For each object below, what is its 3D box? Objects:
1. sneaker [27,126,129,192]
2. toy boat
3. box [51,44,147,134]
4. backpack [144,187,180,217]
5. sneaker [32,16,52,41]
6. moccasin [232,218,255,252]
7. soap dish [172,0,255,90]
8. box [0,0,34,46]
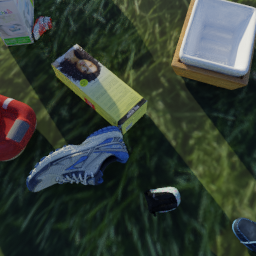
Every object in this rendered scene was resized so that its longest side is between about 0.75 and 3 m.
[{"bbox_3d":[-1.184,0.984,7.049,2.714,1.046,1.156,-29,73,-11],"label":"sneaker"},{"bbox_3d":[-3.817,-0.315,7.212,2.612,1.708,1.705,19,68,8],"label":"toy boat"},{"bbox_3d":[-0.847,-1.159,8.131,2.881,0.722,1.084,40,72,15],"label":"box"},{"bbox_3d":[0.867,1.735,6.842,0.801,0.507,0.668,-15,97,25],"label":"backpack"},{"bbox_3d":[-2.826,-3.320,9.295,0.516,0.322,0.963,2,64,4],"label":"sneaker"},{"bbox_3d":[3.382,2.694,6.476,1.871,0.638,0.753,31,70,13],"label":"moccasin"},{"bbox_3d":[2.662,-2.571,8.533,2.163,1.117,2.750,16,68,7],"label":"soap dish"},{"bbox_3d":[-3.718,-3.981,8.784,0.980,1.788,2.026,-7,66,-3],"label":"box"}]
